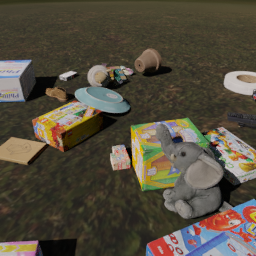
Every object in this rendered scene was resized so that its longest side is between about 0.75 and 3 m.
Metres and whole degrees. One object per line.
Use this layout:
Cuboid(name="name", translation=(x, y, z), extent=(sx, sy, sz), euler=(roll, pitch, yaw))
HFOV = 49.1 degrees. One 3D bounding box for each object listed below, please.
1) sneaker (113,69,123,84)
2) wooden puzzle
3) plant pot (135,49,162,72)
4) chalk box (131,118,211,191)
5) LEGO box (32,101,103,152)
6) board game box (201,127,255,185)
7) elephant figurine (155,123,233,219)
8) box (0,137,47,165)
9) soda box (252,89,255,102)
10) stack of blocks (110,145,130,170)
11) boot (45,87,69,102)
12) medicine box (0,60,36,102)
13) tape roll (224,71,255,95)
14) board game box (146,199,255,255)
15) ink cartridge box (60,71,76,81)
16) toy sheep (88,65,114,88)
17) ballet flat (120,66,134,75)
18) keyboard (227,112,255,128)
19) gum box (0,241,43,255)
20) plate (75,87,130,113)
Cuboid(name="sneaker", translation=(-0.568, -2.599, 13.986), extent=(0.332, 0.892, 0.391), euler=(-32, 41, -6))
Cuboid(name="wooden puzzle", translation=(-0.965, -2.889, 15.058), extent=(1.404, 0.166, 2.367), euler=(-8, 41, -16))
Cuboid(name="plant pot", translation=(0.985, -3.513, 15.047), extent=(1.275, 1.275, 1.112), euler=(27, 42, 37))
Cuboid(name="chalk box", translation=(1.354, 0.696, 8.030), extent=(2.300, 1.431, 1.424), euler=(-7, 32, -9))
Cuboid(name="LEGO box", translation=(-2.100, -0.136, 10.064), extent=(1.484, 0.769, 1.993), euler=(21, 37, 31))
Cuboid(name="board game box", translation=(3.145, 0.793, 8.866), extent=(1.434, 0.393, 2.271), euler=(-14, 33, -20))
Cuboid(name="elephant figurine", translation=(1.585, 0.986, 6.699), extent=(1.621, 2.089, 1.478), euler=(-7, 20, -32))
Cuboid(name="box", translation=(-3.578, 0.732, 9.228), extent=(1.376, 0.146, 1.125), euler=(8, 32, 15))
Cuboid(name="soda box", translation=(6.408, -1.479, 12.630), extent=(1.444, 0.457, 0.511), euler=(-4, 32, -5))
Cuboid(name="stack of blocks", translation=(-0.282, 0.911, 8.801), extent=(0.526, 0.268, 0.913), euler=(-6, 31, -10))
Cuboid(name="boot", translation=(-3.287, -1.685, 12.898), extent=(1.475, 0.557, 0.543), euler=(22, 39, 34))
Cuboid(name="medicine box", translation=(-5.739, -2.221, 13.116), extent=(2.188, 1.237, 2.402), euler=(-3, 31, -4))
Cuboid(name="tape roll", translation=(5.996, -2.277, 14.014), extent=(2.310, 0.422, 2.310), euler=(1, 31, 0))
Cuboid(name="board game box", translation=(2.192, 2.875, 4.969), extent=(2.791, 0.797, 2.850), euler=(-14, 34, -22))
Cuboid(name="ink cartridge box", translation=(-3.194, -2.807, 15.101), extent=(0.487, 0.225, 0.894), euler=(18, 34, 28))
Cuboid(name="toy sheep", translation=(-1.398, -2.502, 13.683), extent=(1.210, 1.210, 1.756), euler=(-10, 11, -16))
Cuboid(name="ballet flat", translation=(-0.169, -3.184, 15.649), extent=(0.399, 0.388, 1.122), euler=(-42, 48, -22))
Cuboid(name="keyboard", translation=(4.817, -0.294, 10.926), extent=(1.801, 0.185, 1.144), euler=(7, 31, 13))
Cuboid(name="gum box", translation=(-2.825, 2.860, 5.030), extent=(2.279, 0.754, 1.294), euler=(-2, 32, -3))
Cuboid(name="plate", translation=(-1.024, -1.300, 11.826), extent=(2.400, 0.307, 2.400), euler=(14, 24, -7))
